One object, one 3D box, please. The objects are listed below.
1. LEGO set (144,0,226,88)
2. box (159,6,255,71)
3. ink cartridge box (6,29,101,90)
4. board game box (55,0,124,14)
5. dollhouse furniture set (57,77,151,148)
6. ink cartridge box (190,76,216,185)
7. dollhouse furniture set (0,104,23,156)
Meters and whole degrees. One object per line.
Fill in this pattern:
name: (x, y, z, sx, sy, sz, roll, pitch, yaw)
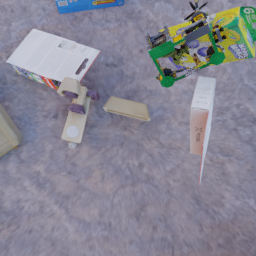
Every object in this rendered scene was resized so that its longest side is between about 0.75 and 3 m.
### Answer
LEGO set: (1.135, -1.763, 5.939, 1.703, 1.310, 0.987, -29, 40, 24)
box: (1.952, -1.991, 6.508, 2.204, 1.293, 0.533, -6, 66, 37)
ink cartridge box: (-2.298, -2.090, 8.924, 2.798, 0.704, 1.524, 23, 71, 21)
board game box: (-1.547, -5.630, 10.532, 2.494, 0.697, 2.442, -9, 69, -3)
dollhouse furniture set: (-0.686, -0.108, 8.067, 2.552, 2.022, 1.811, 13, 85, 2)
ink cartridge box: (1.431, 0.110, 5.636, 0.378, 1.737, 1.507, 10, 59, 18)
dollhouse furniture set: (-4.742, -0.356, 8.580, 1.962, 1.503, 2.996, -32, 101, -5)
